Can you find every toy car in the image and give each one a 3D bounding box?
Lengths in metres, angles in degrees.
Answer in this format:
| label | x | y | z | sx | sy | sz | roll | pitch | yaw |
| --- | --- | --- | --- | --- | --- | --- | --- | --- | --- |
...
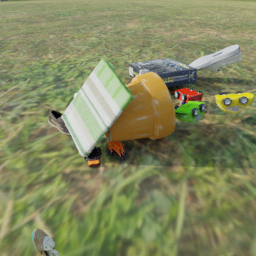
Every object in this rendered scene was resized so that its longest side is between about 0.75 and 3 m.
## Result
| label | x | y | z | sx | sy | sz | roll | pitch | yaw |
| --- | --- | --- | --- | --- | --- | --- | --- | --- | --- |
| toy car | 2.287 | -0.650 | 8.993 | 2.796 | 0.623 | 2.631 | 10 | 26 | 39 |

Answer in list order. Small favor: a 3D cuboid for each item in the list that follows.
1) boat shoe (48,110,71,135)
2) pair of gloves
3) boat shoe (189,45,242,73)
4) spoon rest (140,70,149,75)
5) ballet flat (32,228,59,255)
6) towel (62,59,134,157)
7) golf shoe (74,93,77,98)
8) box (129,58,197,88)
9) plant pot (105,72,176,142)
| label | x | y | z | sx | sy | sz | roll | pitch | yaw |
| --- | --- | --- | --- | --- | --- | --- | --- | --- | --- |
| boat shoe | -1.981 | -0.181 | 8.702 | 1.384 | 0.507 | 0.516 | 19 | 38 | 26 |
| pair of gloves | -0.653 | 0.652 | 7.674 | 1.171 | 0.145 | 1.044 | -13 | 33 | -16 |
| boat shoe | 3.757 | -2.776 | 12.154 | 2.301 | 0.803 | 0.816 | -19 | 29 | 25 |
| spoon rest | 0.848 | -1.298 | 9.668 | 0.902 | 0.550 | 1.815 | -5 | 46 | -22 |
| ballet flat | -1.254 | 1.898 | 4.423 | 0.272 | 0.834 | 0.294 | -1 | 34 | 16 |
| towel | -0.837 | -0.503 | 7.342 | 0.333 | 2.168 | 1.617 | 9 | 39 | -50 |
| golf shoe | -1.550 | -1.121 | 10.173 | 0.525 | 0.666 | 1.447 | -14 | 27 | -31 |
| box | 1.395 | -2.364 | 11.946 | 2.041 | 0.660 | 2.588 | -13 | 27 | -16 |
| plant pot | 0.112 | -0.436 | 7.931 | 1.740 | 1.901 | 1.901 | -19 | 34 | -15 |
